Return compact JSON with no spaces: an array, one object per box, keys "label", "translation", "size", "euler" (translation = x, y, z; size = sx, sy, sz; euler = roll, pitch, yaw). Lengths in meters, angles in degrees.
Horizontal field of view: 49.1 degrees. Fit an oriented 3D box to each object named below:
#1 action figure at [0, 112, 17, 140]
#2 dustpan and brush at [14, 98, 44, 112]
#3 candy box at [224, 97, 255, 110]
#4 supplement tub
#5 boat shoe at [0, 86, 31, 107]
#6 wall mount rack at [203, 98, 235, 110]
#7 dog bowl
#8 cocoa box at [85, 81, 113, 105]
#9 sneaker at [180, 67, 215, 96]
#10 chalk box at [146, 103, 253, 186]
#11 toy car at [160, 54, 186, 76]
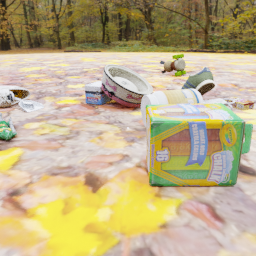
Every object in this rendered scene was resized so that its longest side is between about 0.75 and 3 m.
[{"label":"action figure","translation":[-4.442,-0.045,9.796],"size":[1.259,0.583,2.131],"euler":[-10,25,-36]},{"label":"dustpan and brush","translation":[-4.800,-1.137,13.076],"size":[1.483,0.424,1.035],"euler":[11,22,29]},{"label":"candy box","translation":[5.263,-1.177,13.332],"size":[0.713,0.345,1.222],"euler":[-11,20,-26]},{"label":"supplement tub","translation":[1.590,-0.669,10.184],"size":[1.969,1.424,1.424],"euler":[-6,20,-16]},{"label":"boat shoe","translation":[-5.878,-1.471,13.257],"size":[1.038,1.054,2.972],"euler":[6,13,25]},{"label":"wall mount rack","translation":[3.538,-0.898,12.035],"size":[1.860,0.693,1.616],"euler":[-7,23,-10]},{"label":"dog bowl","translation":[-0.137,-2.002,13.472],"size":[2.583,0.952,2.583],"euler":[23,30,-14]},{"label":"cocoa box","translation":[-1.431,-1.792,14.211],"size":[0.937,0.922,1.405],"euler":[8,21,23]},{"label":"sneaker","translation":[2.874,-1.862,12.412],"size":[0.770,1.031,2.297],"euler":[12,-25,-29]},{"label":"chalk box","translation":[1.795,0.348,6.911],"size":[2.643,1.644,1.636],"euler":[-1,19,1]},{"label":"toy car","translation":[3.559,-5.075,22.980],"size":[2.021,1.660,1.594],"euler":[0,15,40]}]
